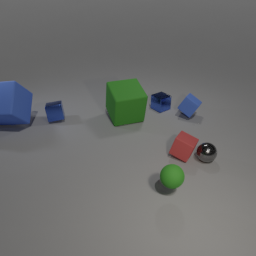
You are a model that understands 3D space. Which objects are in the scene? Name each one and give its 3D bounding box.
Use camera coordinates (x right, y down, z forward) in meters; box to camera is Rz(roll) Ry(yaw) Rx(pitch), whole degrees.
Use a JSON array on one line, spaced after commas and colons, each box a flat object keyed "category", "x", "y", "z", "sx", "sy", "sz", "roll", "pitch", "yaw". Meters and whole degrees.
[{"category": "cube", "x": -3.210, "y": -0.745, "z": 12.319, "sx": 0.700, "sy": 0.700, "sz": 0.700, "roll": -11, "pitch": 22, "yaw": -7}, {"category": "ball", "x": 2.744, "y": 0.851, "z": 9.752, "sx": 0.700, "sy": 0.700, "sz": 0.700, "roll": 0, "pitch": 30, "yaw": 0}, {"category": "cube", "x": -4.944, "y": -0.980, "z": 11.493, "sx": 1.400, "sy": 1.400, "sz": 1.400, "roll": -2, "pitch": -15, "yaw": 11}, {"category": "cube", "x": 1.563, "y": -1.236, "z": 13.332, "sx": 0.700, "sy": 0.700, "sz": 0.700, "roll": -21, "pitch": 36, "yaw": -32}, {"category": "cube", "x": 2.752, "y": -1.018, "z": 12.477, "sx": 0.700, "sy": 0.700, "sz": 0.700, "roll": 40, "pitch": 32, "yaw": 7}, {"category": "cube", "x": -0.105, "y": -1.126, "z": 12.120, "sx": 1.400, "sy": 1.400, "sz": 1.400, "roll": -10, "pitch": 46, "yaw": -17}, {"category": "ball", "x": 1.263, "y": 1.382, "z": 8.006, "sx": 0.700, "sy": 0.700, "sz": 0.700, "roll": 0, "pitch": 30, "yaw": 0}, {"category": "cube", "x": 1.975, "y": 0.643, "z": 9.897, "sx": 0.700, "sy": 0.700, "sz": 0.700, "roll": 29, "pitch": 32, "yaw": 16}]
